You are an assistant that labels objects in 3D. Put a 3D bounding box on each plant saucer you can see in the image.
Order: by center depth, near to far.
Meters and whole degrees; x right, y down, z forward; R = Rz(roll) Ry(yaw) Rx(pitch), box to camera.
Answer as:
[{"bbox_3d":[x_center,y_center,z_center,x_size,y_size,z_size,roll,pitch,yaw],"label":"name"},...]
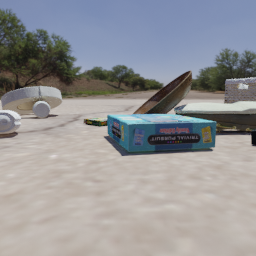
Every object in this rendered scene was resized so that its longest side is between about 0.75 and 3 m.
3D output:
[{"bbox_3d":[0.993,-0.756,8.438,2.542,0.465,2.542,-39,6,5],"label":"plant saucer"}]

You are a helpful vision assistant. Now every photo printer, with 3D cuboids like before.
[{"bbox_3d":[-3.558,-0.134,6.975,1.673,0.581,1.392,-3,3,-21],"label":"photo printer"}]

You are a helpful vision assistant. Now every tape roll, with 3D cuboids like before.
[{"bbox_3d":[-4.450,-1.249,13.045,2.721,0.497,2.721,-12,-9,-2],"label":"tape roll"}]

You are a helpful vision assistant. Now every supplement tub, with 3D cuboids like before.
[{"bbox_3d":[-3.752,-0.809,12.102,0.717,0.717,0.989,-3,8,-21],"label":"supplement tub"}]

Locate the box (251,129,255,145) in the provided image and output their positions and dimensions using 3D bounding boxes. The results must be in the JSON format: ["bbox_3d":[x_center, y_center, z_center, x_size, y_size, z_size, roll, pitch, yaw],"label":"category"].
[{"bbox_3d":[2.943,0.176,5.753,0.561,0.313,0.795,2,6,42],"label":"box"}]

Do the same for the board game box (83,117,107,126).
[{"bbox_3d":[-0.549,-0.250,9.743,1.786,0.209,0.936,-7,8,-44],"label":"board game box"}]

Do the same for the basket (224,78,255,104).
[{"bbox_3d":[5.095,-1.197,11.370,1.784,1.434,1.768,7,1,-34],"label":"basket"}]

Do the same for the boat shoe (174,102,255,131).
[{"bbox_3d":[2.519,-0.266,7.590,2.551,0.763,0.912,0,20,2],"label":"boat shoe"}]

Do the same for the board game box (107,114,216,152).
[{"bbox_3d":[0.554,0.030,6.039,1.682,0.523,2.229,-2,7,-13],"label":"board game box"}]
